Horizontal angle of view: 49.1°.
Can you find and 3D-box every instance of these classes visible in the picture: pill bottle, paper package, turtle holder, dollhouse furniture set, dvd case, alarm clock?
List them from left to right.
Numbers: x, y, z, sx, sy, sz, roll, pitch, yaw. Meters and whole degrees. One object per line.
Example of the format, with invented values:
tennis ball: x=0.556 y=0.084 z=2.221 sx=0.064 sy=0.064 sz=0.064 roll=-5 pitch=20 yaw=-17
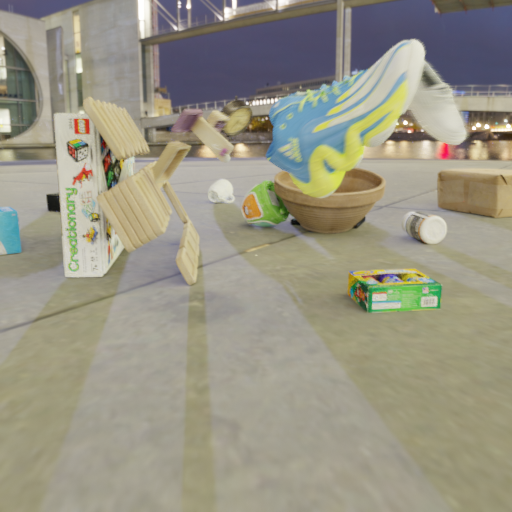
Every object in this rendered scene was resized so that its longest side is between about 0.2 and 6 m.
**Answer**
dollhouse furniture set: x=-0.940 y=-1.623 z=9.561 sx=1.004 sy=1.415 sz=1.121 roll=46 pitch=28 yaw=10
alarm clock: x=-0.517 y=-2.922 z=12.258 sx=0.761 sy=1.128 sz=0.375 roll=-16 pitch=50 yaw=-44
turtle holder: x=0.272 y=-1.326 z=14.340 sx=1.089 sy=1.166 sz=1.534 roll=-26 pitch=15 yaw=24
dvd case: x=1.924 y=-0.941 z=14.894 sx=1.770 sy=0.155 sz=1.263 roll=5 pitch=15 yaw=20
pill bottle: x=3.726 y=-0.659 z=12.548 sx=0.631 sy=0.631 sz=1.085 roll=-2 pitch=13 yaw=-11
paper package: x=7.176 y=-1.971 z=16.950 sx=2.308 sy=1.253 sz=2.421 roll=-6 pitch=13 yaw=-23

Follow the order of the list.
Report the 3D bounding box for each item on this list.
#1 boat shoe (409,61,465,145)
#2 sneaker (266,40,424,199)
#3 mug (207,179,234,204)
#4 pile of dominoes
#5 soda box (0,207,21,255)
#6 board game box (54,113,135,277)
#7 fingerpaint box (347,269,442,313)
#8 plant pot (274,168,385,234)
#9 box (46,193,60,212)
boat shoe: x=3.497 y=-3.129 z=11.036 sx=0.737 sy=2.047 sz=0.701 roll=-19 pitch=-19 yaw=-21
sneaker: x=0.872 y=-1.667 z=6.637 sx=1.250 sy=2.379 sz=0.901 roll=24 pitch=45 yaw=-12
mug: x=-1.169 y=-2.082 z=18.971 sx=0.938 sy=0.693 sz=0.822 roll=33 pitch=34 yaw=8
pile of dominoes: x=-2.098 y=-1.177 z=10.188 sx=0.659 sy=3.225 sz=4.137 roll=-28 pitch=13 yaw=1
soda box: x=-5.987 y=-0.392 z=10.796 sx=2.586 sy=0.877 sz=0.830 roll=-8 pitch=15 yaw=-31
board game box: x=-3.031 y=-1.402 z=11.146 sx=0.738 sy=2.692 sz=4.265 roll=-1 pitch=12 yaw=-5
fingerpaint box: x=1.966 y=0.479 z=8.063 sx=1.078 sy=0.395 sz=0.899 roll=-2 pitch=13 yaw=-8
plant pot: x=1.766 y=-1.330 z=13.706 sx=2.663 sy=1.229 sz=2.663 roll=0 pitch=22 yaw=0
box: x=-5.488 y=-1.656 z=17.112 sx=1.439 sy=0.567 sz=1.016 roll=5 pitch=17 yaw=22
